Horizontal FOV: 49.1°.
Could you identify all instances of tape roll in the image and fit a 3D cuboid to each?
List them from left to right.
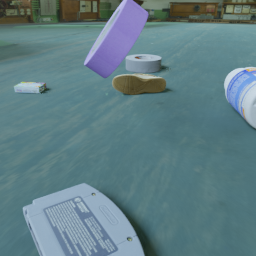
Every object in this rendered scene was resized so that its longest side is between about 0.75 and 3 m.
[{"bbox_3d":[-0.288,-1.961,6.163,0.561,1.709,1.709,31,18,-18],"label":"tape roll"},{"bbox_3d":[0.797,-3.325,14.378,1.834,0.606,1.834,0,24,0],"label":"tape roll"}]

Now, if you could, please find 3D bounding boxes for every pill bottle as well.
[{"bbox_3d":[3.802,-1.028,8.429,1.415,1.415,2.524,0,26,0],"label":"pill bottle"}]

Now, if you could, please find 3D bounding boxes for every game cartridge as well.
[{"bbox_3d":[-0.659,1.561,4.133,1.304,0.407,1.959,-10,26,-30],"label":"game cartridge"}]

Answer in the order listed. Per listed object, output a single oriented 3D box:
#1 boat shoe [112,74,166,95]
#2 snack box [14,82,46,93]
[{"bbox_3d":[0.390,-1.722,10.844,2.095,0.772,0.725,2,19,-13],"label":"boat shoe"},{"bbox_3d":[-3.842,-1.600,11.050,1.012,0.268,0.720,3,25,6],"label":"snack box"}]
